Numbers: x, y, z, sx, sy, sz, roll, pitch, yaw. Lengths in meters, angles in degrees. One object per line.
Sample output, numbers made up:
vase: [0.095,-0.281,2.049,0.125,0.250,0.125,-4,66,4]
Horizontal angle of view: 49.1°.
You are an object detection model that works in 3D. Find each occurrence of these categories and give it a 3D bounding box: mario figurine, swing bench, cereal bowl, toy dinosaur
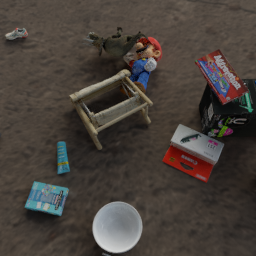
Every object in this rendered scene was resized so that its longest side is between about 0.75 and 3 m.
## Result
mario figurine: [0.409,-2.569,10.898,1.612,1.384,2.611,15,65,12]
swing bench: [-0.657,-0.836,9.933,2.235,1.458,2.247,-28,67,-12]
cereal bowl: [-0.311,2.991,8.396,1.452,0.605,1.452,0,63,-1]
toy dinosaur: [-0.327,-3.307,11.265,2.923,1.125,1.495,26,63,37]

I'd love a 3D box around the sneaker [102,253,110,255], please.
sneaker: [-0.407,3.976,8.063,0.879,0.311,0.436,17,65,15]

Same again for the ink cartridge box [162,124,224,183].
ink cartridge box: [2.240,0.839,9.672,1.698,0.370,1.474,25,64,13]

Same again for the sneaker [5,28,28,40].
sneaker: [-4.923,-4.179,12.261,0.965,0.451,0.340,-9,63,-5]

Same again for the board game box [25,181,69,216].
board game box: [-2.583,2.257,8.971,1.138,0.267,0.859,10,63,5]

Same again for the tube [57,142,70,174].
tube: [-2.260,1.019,9.657,0.424,0.276,1.094,-14,67,7]

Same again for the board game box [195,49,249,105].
board game box: [2.983,-1.664,8.996,0.907,0.171,1.762,-26,68,0]

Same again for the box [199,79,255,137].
box: [3.824,-0.654,9.677,2.300,1.708,1.430,-1,62,0]
